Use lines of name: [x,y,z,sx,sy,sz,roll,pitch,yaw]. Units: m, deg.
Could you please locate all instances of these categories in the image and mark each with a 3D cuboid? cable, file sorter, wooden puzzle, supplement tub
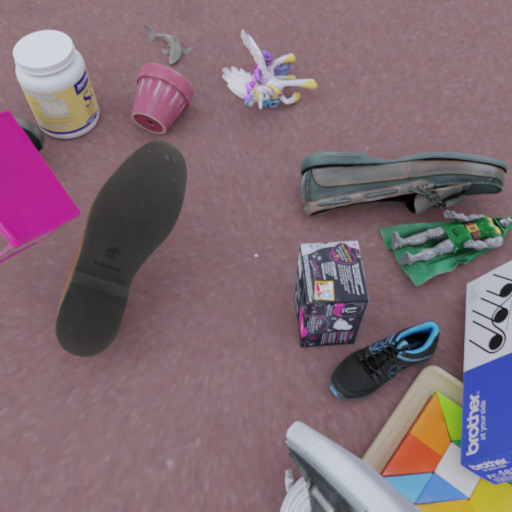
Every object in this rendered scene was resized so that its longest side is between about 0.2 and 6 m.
cable: [0.951,3.170,6.446,1.406,0.487,1.405,4,72,8]
file sorter: [-3.295,-0.797,7.076,1.583,0.993,1.100,56,36,-7]
wooden puzzle: [2.488,2.721,6.940,2.052,0.413,2.218,34,64,19]
supplement tub: [-3.484,-2.973,9.814,1.145,1.574,1.145,0,58,0]

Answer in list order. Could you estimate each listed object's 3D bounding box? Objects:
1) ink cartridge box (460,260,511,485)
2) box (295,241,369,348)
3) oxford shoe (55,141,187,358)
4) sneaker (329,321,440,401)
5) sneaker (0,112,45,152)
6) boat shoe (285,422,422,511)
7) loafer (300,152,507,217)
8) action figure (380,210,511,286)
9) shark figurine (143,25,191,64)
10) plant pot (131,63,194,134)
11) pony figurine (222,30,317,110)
ink cartridge box: [3.302,1.275,7.000,0.623,1.325,2.819,32,49,-14]
box: [1.002,0.548,7.698,0.818,1.426,0.942,-3,58,-2]
oxford shoe: [-1.982,-0.197,7.840,1.114,1.113,3.122,29,80,-21]
sneaker: [1.742,1.363,7.625,1.701,0.697,0.623,-27,62,-15]
sneaker: [-4.920,-1.576,9.300,2.715,1.038,1.555,0,60,3]
boat shoe: [0.869,2.454,5.493,0.839,0.853,2.367,-56,28,-5]
loafer: [2.316,-1.038,9.051,3.235,1.162,1.018,3,78,10]
action figure: [3.142,-0.294,8.789,2.038,0.557,1.204,-14,56,-13]
shark figurine: [-1.771,-4.415,11.403,0.652,0.456,1.092,-32,65,-20]
plant pot: [-1.761,-2.769,10.095,1.035,1.035,0.926,18,75,11]
pony figurine: [0.180,-3.348,10.450,1.480,1.232,1.428,-22,69,-30]
